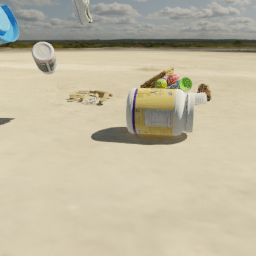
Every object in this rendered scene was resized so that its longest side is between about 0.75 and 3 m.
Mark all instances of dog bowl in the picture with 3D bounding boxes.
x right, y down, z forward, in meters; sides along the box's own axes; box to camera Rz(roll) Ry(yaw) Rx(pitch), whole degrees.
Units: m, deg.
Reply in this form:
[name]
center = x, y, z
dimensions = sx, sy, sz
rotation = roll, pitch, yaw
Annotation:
[dog bowl]
center = -3.679, -3.058, 6.706
dimensions = 0.597, 2.409, 1.343
rotation = -21, 34, 19

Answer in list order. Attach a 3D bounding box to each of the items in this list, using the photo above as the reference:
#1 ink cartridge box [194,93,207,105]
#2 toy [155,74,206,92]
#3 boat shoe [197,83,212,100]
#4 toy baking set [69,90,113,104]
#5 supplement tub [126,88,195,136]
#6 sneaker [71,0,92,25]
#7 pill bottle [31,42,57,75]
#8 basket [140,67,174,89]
[ink cartridge box]
center = 1.401, -0.895, 10.144
dimensions = 2.008, 0.440, 2.027
rotation = -8, 3, -24
[toy]
center = 1.487, -1.575, 10.014
dimensions = 1.454, 0.596, 2.526
rotation = -22, 12, -13
[boat shoe]
center = 3.355, -1.629, 12.409
dimensions = 0.621, 0.589, 1.641
rotation = 1, 19, 2
[toy baking set]
center = -1.525, -1.326, 12.134
dimensions = 2.217, 0.258, 1.701
rotation = 12, 25, 32
[supplement tub]
center = 0.916, -0.452, 7.815
dimensions = 1.781, 1.295, 1.295
rotation = 3, 19, 11
[sneaker]
center = -1.434, -3.893, 8.545
dimensions = 0.510, 1.441, 0.526
rotation = -4, 41, 9
[pill bottle]
center = -2.570, -2.126, 8.731
dimensions = 0.656, 0.656, 1.133
rotation = -3, -12, -8
[basket]
center = 1.223, -1.981, 12.265
dimensions = 1.304, 1.361, 1.827
rotation = 7, 21, 20
